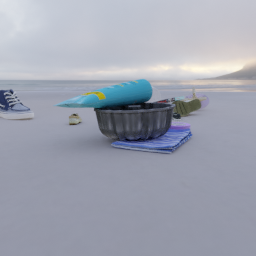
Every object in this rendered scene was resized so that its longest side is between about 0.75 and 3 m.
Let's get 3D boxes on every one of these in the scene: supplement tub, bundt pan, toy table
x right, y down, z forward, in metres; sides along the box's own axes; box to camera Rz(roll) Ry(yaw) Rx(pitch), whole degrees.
[{"bbox_3d":[0.883,-1.822,16.710,1.462,1.462,2.083,-5,11,-25],"label":"supplement tub"},{"bbox_3d":[0.208,-0.212,8.119,2.359,0.885,2.359,-3,10,1],"label":"bundt pan"},{"bbox_3d":[3.924,-1.628,16.368,1.520,1.397,0.890,-14,-11,19],"label":"toy table"}]

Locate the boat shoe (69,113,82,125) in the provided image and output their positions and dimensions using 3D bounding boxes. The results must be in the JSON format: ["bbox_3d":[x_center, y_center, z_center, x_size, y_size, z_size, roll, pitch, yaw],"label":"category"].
[{"bbox_3d":[-2.156,-0.408,11.482,0.441,0.396,1.193,-6,9,0],"label":"boat shoe"}]

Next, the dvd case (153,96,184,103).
[{"bbox_3d":[1.779,-1.310,14.113,1.799,0.198,1.313,-12,2,31],"label":"dvd case"}]

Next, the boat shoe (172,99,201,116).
[{"bbox_3d":[2.689,-0.949,13.987,2.214,0.827,0.757,-10,-7,-36],"label":"boat shoe"}]

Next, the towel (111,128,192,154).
[{"bbox_3d":[0.776,0.272,7.927,1.674,0.276,2.312,3,10,24],"label":"towel"}]

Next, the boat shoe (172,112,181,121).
[{"bbox_3d":[2.172,-0.552,12.670,0.393,0.314,1.040,-2,10,-11],"label":"boat shoe"}]

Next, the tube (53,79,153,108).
[{"bbox_3d":[-0.538,-0.876,8.005,2.987,0.753,1.157,-17,8,-43],"label":"tube"}]

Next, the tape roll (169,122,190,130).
[{"bbox_3d":[1.657,0.009,9.447,0.871,0.286,0.871,0,9,0],"label":"tape roll"}]

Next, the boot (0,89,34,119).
[{"bbox_3d":[-5.505,-1.161,13.231,2.920,1.319,1.062,7,12,37],"label":"boot"}]
